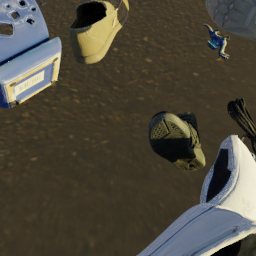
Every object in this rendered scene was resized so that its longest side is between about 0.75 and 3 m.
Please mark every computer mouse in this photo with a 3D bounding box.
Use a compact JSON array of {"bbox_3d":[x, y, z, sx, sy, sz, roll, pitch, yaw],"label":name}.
[{"bbox_3d":[1.776,0.606,4.214,0.550,1.375,2.508,-19,24,42],"label":"computer mouse"}]

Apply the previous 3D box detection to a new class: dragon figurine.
[{"bbox_3d":[2.431,-2.428,7.862,1.181,0.348,0.587,39,102,7],"label":"dragon figurine"}]

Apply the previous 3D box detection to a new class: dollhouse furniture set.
[{"bbox_3d":[-2.341,-3.552,7.176,1.603,0.831,0.709,-6,34,30],"label":"dollhouse furniture set"}]

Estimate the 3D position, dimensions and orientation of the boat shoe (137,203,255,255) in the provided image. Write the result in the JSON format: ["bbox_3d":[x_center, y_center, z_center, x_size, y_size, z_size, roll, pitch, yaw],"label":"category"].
[{"bbox_3d":[0.203,1.572,2.254,2.526,0.825,0.929,-43,98,-19],"label":"boat shoe"}]

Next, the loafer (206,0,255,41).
[{"bbox_3d":[2.581,-2.131,5.375,0.988,0.990,2.830,-3,41,-30],"label":"loafer"}]

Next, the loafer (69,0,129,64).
[{"bbox_3d":[-0.723,-2.987,7.410,1.118,0.992,2.941,3,56,15],"label":"loafer"}]

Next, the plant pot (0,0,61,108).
[{"bbox_3d":[-1.968,-1.239,4.705,1.445,1.445,1.299,-38,88,-25],"label":"plant pot"}]

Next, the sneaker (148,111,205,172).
[{"bbox_3d":[0.811,0.024,4.919,0.685,1.791,1.026,-23,55,23],"label":"sneaker"}]
